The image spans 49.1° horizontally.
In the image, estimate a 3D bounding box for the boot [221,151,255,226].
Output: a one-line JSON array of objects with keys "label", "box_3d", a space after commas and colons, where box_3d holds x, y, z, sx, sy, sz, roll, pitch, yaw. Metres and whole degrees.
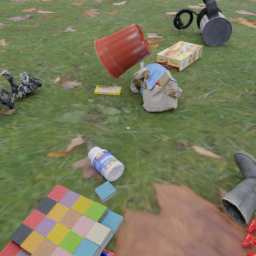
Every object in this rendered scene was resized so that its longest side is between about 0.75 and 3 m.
[{"label": "boot", "box_3d": [2.572, 1.313, 6.376, 1.438, 0.522, 1.307, -28, 64, -26]}]

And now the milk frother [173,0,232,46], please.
[{"label": "milk frother", "box_3d": [3.911, -5.523, 15.052, 2.528, 2.282, 2.378, -30, 28, 24]}]

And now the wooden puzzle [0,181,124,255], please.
[{"label": "wooden puzzle", "box_3d": [-1.282, 2.034, 5.203, 1.744, 0.207, 2.941, 14, 48, 32]}]

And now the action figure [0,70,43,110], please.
[{"label": "action figure", "box_3d": [-3.911, -1.508, 9.936, 1.249, 1.072, 2.102, 4, 37, 23]}]

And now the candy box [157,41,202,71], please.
[{"label": "candy box", "box_3d": [2.370, -3.312, 12.780, 1.198, 0.574, 2.076, 25, 43, 30]}]

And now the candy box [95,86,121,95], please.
[{"label": "candy box", "box_3d": [-0.748, -1.427, 10.586, 0.954, 0.126, 0.488, 4, 39, 5]}]

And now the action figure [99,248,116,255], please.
[{"label": "action figure", "box_3d": [-0.394, 2.580, 4.767, 0.771, 0.609, 2.358, -25, 40, -26]}]

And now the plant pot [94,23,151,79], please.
[{"label": "plant pot", "box_3d": [-0.109, -2.807, 9.952, 1.546, 1.590, 1.590, -26, 31, 19]}]

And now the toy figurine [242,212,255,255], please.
[{"label": "toy figurine", "box_3d": [3.214, 2.157, 5.061, 1.584, 1.394, 2.643, 40, 52, 10]}]

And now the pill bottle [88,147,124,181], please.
[{"label": "pill bottle", "box_3d": [-0.589, 0.877, 7.084, 0.532, 0.532, 0.950, -26, 44, -31]}]

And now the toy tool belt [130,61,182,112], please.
[{"label": "toy tool belt", "box_3d": [0.934, -1.719, 9.829, 1.502, 1.478, 2.405, -11, 38, -15]}]
